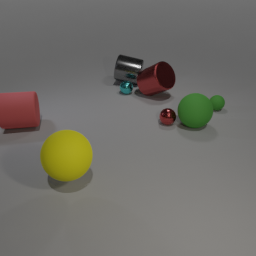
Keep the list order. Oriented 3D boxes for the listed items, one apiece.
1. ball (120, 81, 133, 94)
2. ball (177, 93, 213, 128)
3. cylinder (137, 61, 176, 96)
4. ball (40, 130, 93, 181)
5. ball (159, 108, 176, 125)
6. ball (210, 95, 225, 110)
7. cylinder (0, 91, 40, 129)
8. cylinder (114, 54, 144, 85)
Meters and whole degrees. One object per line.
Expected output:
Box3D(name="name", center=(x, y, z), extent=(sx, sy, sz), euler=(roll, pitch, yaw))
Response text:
Box3D(name="ball", center=(-0.085, -2.112, 14.546), extent=(0.700, 0.700, 0.700), euler=(0, 29, 0))
Box3D(name="ball", center=(2.697, -0.699, 11.251), extent=(1.400, 1.400, 1.400), euler=(0, 29, 0))
Box3D(name="cylinder", center=(1.385, -2.408, 13.864), extent=(1.400, 1.400, 1.400), euler=(-26, 7, -38))
Box3D(name="ball", center=(-1.670, 0.747, 7.653), extent=(1.400, 1.400, 1.400), euler=(0, 29, 0))
Box3D(name="ball", center=(1.644, -0.473, 11.577), extent=(0.700, 0.700, 0.700), euler=(0, 29, 0))
Box3D(name="ball", center=(4.061, -1.156, 12.791), extent=(0.700, 0.700, 0.700), euler=(0, 29, 0))
Box3D(name="cylinder", center=(-4.301, -0.707, 11.060), extent=(1.400, 1.400, 1.400), euler=(-5, 29, -10))
Box3D(name="cylinder", center=(0.050, -3.245, 15.571), extent=(1.400, 1.400, 1.400), euler=(14, 30, 3))
